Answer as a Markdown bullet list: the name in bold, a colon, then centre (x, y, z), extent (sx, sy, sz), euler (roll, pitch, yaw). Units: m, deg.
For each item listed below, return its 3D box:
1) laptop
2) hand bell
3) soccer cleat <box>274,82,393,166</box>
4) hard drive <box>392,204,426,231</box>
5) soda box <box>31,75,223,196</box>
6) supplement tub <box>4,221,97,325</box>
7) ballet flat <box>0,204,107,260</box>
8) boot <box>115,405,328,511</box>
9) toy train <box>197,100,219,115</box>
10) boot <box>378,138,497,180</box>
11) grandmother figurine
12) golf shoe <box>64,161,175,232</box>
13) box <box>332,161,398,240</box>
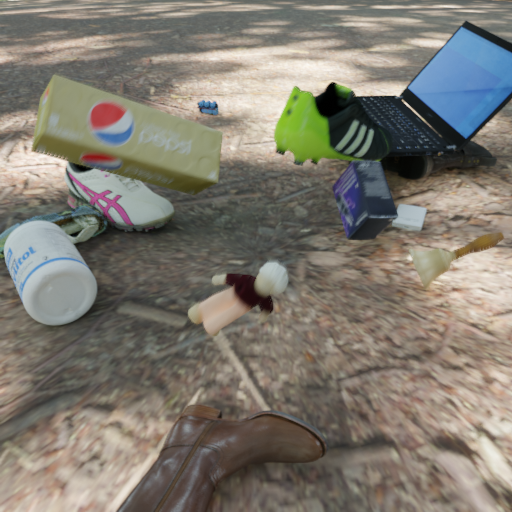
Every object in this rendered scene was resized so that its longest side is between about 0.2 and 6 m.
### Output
- **laptop**: centre (3.570, -3.999, 13.059), extent (4.104, 2.120, 3.637), euler (-3, 35, -9)
- **hand bell**: centre (3.329, -0.035, 9.180), extent (1.441, 0.750, 0.750), euler (-23, 28, 15)
- **soccer cleat**: centre (1.719, -2.498, 10.672), extent (1.170, 1.404, 3.464), euler (36, 31, 32)
- **hard drive**: centre (3.196, -0.808, 11.669), extent (0.580, 0.115, 0.879), euler (12, 33, 18)
- **soda box**: centre (-2.251, -2.074, 10.173), extent (3.218, 1.090, 1.030), euler (12, -15, -30)
- **supplement tub**: centre (-3.333, 0.247, 9.013), extent (1.109, 1.109, 1.681), euler (-18, 36, -27)
- **ballet flat**: centre (-3.744, -0.406, 10.458), extent (0.802, 0.802, 2.160), euler (26, 42, 35)
- **boot**: centre (-0.412, 2.493, 5.764), extent (1.931, 0.666, 2.072), euler (-1, 26, 24)
- **toy train**: centre (-1.523, -4.677, 17.679), extent (0.724, 0.414, 0.314), euler (9, 29, 14)
- **boot**: centre (4.182, -2.684, 14.124), extent (2.529, 1.006, 2.905), euler (-14, 38, -31)
- **grandmother figurine**: centre (-0.133, 0.470, 6.131), extent (0.779, 1.284, 0.389), euler (34, 40, -26)
- **golf shoe**: centre (-2.896, -1.350, 11.439), extent (2.841, 1.308, 1.031), euler (19, 36, 26)
- **box**: centre (1.951, -0.994, 10.135), extent (0.616, 0.873, 1.180), euler (-2, 64, -22)
